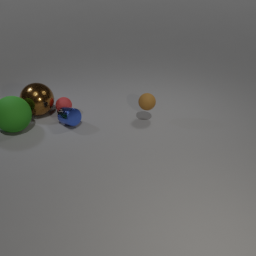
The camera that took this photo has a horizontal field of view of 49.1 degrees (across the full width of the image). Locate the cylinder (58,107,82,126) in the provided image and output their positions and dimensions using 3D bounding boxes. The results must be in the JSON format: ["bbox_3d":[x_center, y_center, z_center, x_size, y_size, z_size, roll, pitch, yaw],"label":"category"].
[{"bbox_3d":[-2.334,-0.471,11.183,0.700,0.700,0.700,13,32,44],"label":"cylinder"}]

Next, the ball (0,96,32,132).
[{"bbox_3d":[-4.428,-0.527,10.737,1.400,1.400,1.400,0,32,0],"label":"ball"}]

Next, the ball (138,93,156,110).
[{"bbox_3d":[0.767,-1.054,11.251,0.700,0.700,0.700,0,32,0],"label":"ball"}]

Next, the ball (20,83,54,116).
[{"bbox_3d":[-3.840,-1.208,11.840,1.400,1.400,1.400,0,32,0],"label":"ball"}]

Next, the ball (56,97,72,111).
[{"bbox_3d":[-2.774,-0.990,12.110,0.700,0.700,0.700,0,32,0],"label":"ball"}]
